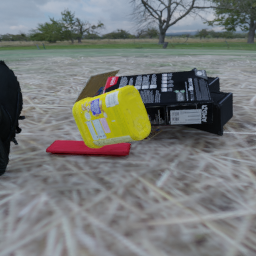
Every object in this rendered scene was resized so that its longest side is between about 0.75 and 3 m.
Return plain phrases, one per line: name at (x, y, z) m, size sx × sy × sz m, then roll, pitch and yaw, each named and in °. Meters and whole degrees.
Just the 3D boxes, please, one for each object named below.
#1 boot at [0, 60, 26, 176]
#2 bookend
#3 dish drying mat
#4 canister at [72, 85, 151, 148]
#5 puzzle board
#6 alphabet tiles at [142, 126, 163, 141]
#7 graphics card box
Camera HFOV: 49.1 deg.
boot at (-2.782, -0.591, 5.706) m, size 1.009 × 2.726 × 2.234 m, roll 1°, pitch 45°, yaw -8°
bookend at (2.525, -0.968, 9.030) m, size 2.214 × 1.020 × 2.200 m, roll 19°, pitch 43°, yaw 42°
dish drying mat at (-0.945, 0.500, 6.975) m, size 2.002 × 0.182 × 0.769 m, roll 1°, pitch 17°, yaw 5°
canister at (-0.363, -0.191, 5.837) m, size 1.531 × 1.137 × 0.663 m, roll -11°, pitch 14°, yaw 46°
puzzle board at (-1.300, -1.726, 11.373) m, size 1.416 × 0.163 × 1.879 m, roll -23°, pitch -13°, yaw -39°
alphabet tiles at (0.406, 0.091, 8.343) m, size 1.010 × 0.046 × 1.208 m, roll 11°, pitch 22°, yaw 30°
graphics card box at (0.757, -0.825, 7.643) m, size 2.862 × 0.728 × 1.795 m, roll -4°, pitch 36°, yaw 10°
